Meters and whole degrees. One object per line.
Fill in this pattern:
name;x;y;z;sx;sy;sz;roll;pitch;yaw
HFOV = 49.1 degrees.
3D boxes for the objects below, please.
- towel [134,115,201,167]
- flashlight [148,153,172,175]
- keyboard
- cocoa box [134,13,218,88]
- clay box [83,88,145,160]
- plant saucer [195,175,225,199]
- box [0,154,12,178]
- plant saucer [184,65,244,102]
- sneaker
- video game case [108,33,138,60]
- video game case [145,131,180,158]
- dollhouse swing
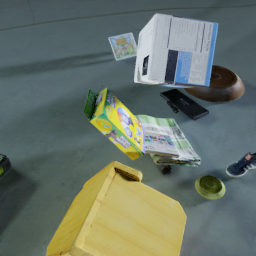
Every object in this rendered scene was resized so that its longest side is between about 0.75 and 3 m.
towel;1.285;0.337;9.486;1.754;0.361;2.351;7;36;-25
flashlight;0.855;0.874;9.183;0.510;0.512;1.507;-13;42;-20
keyboard;2.153;-0.952;11.490;1.249;0.267;2.080;-19;44;-30
cocoa box;1.245;-2.079;8.175;1.668;1.695;2.542;5;7;-7
clay box;-0.306;-0.184;7.590;0.485;2.036;1.170;-29;34;24
plant saucer;2.496;1.745;8.476;0.893;0.139;0.893;0;42;0
box;-5.172;1.417;8.556;2.229;0.530;2.152;16;41;18
plant saucer;3.857;-2.165;12.683;2.810;0.514;2.810;-1;42;1
sneaker;3.722;1.083;8.893;1.384;0.585;0.519;-20;45;-21
video game case;-0.203;-4.317;14.783;1.369;0.151;1.246;-19;89;-20
video game case;0.898;0.478;8.763;1.234;0.146;1.123;10;28;-16
dollhouse swing;-0.263;2.609;6.983;2.263;2.340;2.575;38;43;-12
